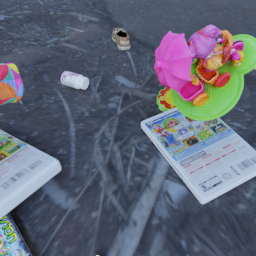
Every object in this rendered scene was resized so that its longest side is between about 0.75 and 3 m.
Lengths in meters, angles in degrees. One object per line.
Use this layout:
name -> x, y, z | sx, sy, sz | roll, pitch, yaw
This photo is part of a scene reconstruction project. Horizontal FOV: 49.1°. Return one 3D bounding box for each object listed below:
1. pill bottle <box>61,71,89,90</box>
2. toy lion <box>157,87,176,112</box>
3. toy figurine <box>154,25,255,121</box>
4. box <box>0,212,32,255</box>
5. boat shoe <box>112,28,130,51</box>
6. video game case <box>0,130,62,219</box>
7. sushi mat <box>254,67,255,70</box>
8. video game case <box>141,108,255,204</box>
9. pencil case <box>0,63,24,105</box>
pill bottle -> -1.585, -1.420, 8.406 | 0.760, 0.431, 0.431 | 18, 44, 19
toy lion -> 1.636, -0.827, 7.757 | 1.559, 0.535, 1.494 | 15, 51, 16
toy figurine -> 0.969, -0.865, 3.676 | 1.378, 1.497, 1.124 | 14, 39, -57
box -> -2.258, 1.963, 4.662 | 0.933, 0.294, 1.695 | -28, 48, -28
boat shoe -> -0.246, -3.532, 10.699 | 0.603, 0.571, 1.591 | -12, 43, -13
video game case -> -3.159, 1.097, 5.316 | 2.586, 0.325, 2.842 | 19, 44, 34
sushi mat -> 5.153, -2.110, 9.415 | 2.421, 0.147, 1.158 | 15, 42, 17
video game case -> 1.630, 0.359, 6.353 | 1.742, 0.219, 2.433 | -23, 49, -17
pencil case -> -2.827, -0.637, 4.945 | 0.864, 0.864, 1.954 | 30, 33, 30
